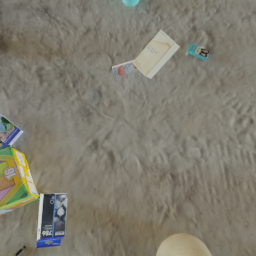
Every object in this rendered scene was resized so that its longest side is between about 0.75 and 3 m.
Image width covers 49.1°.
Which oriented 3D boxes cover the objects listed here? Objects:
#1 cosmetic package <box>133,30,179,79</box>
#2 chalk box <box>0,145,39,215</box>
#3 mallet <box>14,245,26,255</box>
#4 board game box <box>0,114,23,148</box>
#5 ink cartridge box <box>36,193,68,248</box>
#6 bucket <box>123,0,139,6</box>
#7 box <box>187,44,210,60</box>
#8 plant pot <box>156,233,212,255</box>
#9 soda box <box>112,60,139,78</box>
[{"bbox_3d":[0.891,-2.339,8.971,1.368,0.500,0.708,-48,66,19],"label":"cosmetic package"},{"bbox_3d":[-4.432,1.922,8.571,2.730,1.698,1.690,-23,78,-12],"label":"chalk box"},{"bbox_3d":[-3.739,4.147,8.926,0.347,0.217,1.054,35,72,13],"label":"mallet"},{"bbox_3d":[-4.630,0.229,9.947,1.252,0.258,1.255,35,77,9],"label":"board game box"},{"bbox_3d":[-1.766,2.158,6.539,0.613,0.242,1.233,8,79,-35],"label":"ink cartridge box"},{"bbox_3d":[0.111,-5.401,11.361,0.813,0.529,0.813,0,74,-1],"label":"bucket"},{"bbox_3d":[2.717,-2.950,10.856,0.805,0.198,0.331,26,76,7],"label":"box"},{"bbox_3d":[1.776,4.056,8.034,1.802,1.924,1.802,0,74,0],"label":"plant pot"},{"bbox_3d":[0.041,-2.174,10.052,1.196,0.409,0.380,-18,109,0],"label":"soda box"}]
